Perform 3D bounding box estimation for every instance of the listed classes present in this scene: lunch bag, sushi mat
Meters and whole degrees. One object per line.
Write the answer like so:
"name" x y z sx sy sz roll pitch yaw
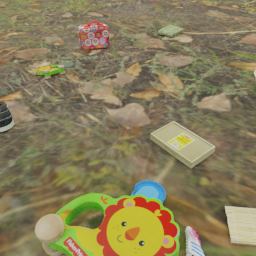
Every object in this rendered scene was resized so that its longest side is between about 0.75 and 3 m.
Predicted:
"lunch bag" -1.637 -4.474 13.459 1.479 1.303 0.606 -9 39 -11
"sushi mat" 3.113 2.140 6.031 1.926 0.117 0.922 3 37 5

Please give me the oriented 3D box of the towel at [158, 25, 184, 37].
"towel" 2.369 -5.330 15.409 1.012 0.249 1.364 26 44 27

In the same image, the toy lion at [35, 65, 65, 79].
"toy lion" -3.287 -2.422 11.698 1.051 0.361 1.007 -24 37 -28

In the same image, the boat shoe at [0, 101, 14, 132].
"boat shoe" -4.799 -0.712 9.050 2.648 0.895 0.951 18 43 24

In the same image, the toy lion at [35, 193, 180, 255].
"toy lion" -0.269 2.062 5.453 2.314 0.795 2.218 31 52 34

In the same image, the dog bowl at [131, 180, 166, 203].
"dog bowl" 0.281 1.757 6.332 0.767 0.341 1.376 27 46 30

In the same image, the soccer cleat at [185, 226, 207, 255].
"soccer cleat" 1.278 2.369 5.584 0.375 0.303 0.868 -10 40 -12

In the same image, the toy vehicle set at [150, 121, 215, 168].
"toy vehicle set" 1.545 0.425 8.082 1.006 0.215 1.619 -26 44 -29

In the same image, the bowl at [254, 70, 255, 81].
"bowl" 5.344 -1.623 10.348 1.444 0.678 1.444 -1 38 1
